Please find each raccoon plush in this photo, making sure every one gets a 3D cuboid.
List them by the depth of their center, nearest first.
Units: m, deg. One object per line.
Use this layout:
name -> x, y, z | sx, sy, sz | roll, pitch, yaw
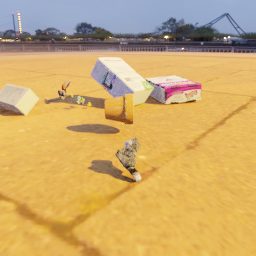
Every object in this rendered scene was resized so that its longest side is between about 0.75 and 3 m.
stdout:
raccoon plush -> 0.166, 0.636, 5.916 | 0.607, 0.439, 0.906 | -36, 71, -11

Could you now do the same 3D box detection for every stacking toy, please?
stacking toy -> -1.843, -1.101, 10.937 | 0.582, 0.181, 0.771 | 18, -13, 24

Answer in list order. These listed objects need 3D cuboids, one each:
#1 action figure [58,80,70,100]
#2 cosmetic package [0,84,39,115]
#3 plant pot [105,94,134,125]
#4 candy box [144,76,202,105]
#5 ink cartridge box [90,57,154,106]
action figure -> -2.709, -1.583, 11.835 | 0.443, 0.819, 0.847 | 9, 13, -21
cosmetic package -> -4.247, -1.104, 10.643 | 1.676, 0.596, 0.882 | 17, 65, 39
plant pot -> -0.262, -0.547, 8.198 | 0.822, 0.898, 0.898 | 0, 19, -2
candy box -> 1.981, -1.801, 12.905 | 1.740, 0.778, 2.552 | -8, 21, -14
ink cartridge box -> -0.249, -1.906, 11.461 | 2.137, 0.897, 1.547 | 44, 31, 17
